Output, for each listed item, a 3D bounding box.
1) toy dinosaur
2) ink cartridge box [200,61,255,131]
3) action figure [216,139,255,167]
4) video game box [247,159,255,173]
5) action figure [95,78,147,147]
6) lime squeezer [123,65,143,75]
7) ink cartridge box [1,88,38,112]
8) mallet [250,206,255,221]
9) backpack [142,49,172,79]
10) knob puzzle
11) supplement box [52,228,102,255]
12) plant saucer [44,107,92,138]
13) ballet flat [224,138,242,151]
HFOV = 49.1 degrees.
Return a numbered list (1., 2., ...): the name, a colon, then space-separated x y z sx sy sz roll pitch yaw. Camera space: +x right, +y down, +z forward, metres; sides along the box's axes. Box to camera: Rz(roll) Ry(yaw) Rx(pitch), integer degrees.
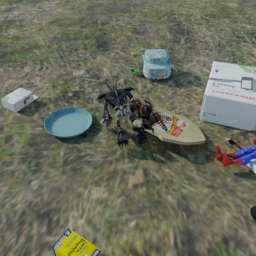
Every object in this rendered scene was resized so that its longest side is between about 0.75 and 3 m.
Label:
1. toy dinosaur: 0.554 -0.288 7.374 1.245 0.636 0.845 24 61 3
2. ink cartridge box: 4.300 -1.420 11.463 2.152 1.243 2.959 13 41 15
3. action figure: 4.446 0.767 9.185 2.918 0.754 0.954 -2 13 -6
4. video game box: 4.522 1.288 8.846 1.058 0.248 0.963 -6 24 -7
5. action figure: -0.276 -0.516 10.357 1.588 1.363 2.671 -12 57 -11
6. lime squeezer: 0.372 -2.860 13.830 1.271 0.240 0.449 11 50 -9
7. ink cartridge box: -4.581 -1.273 11.920 0.775 0.446 1.324 20 44 22
8. mallet: 4.264 1.913 7.904 2.089 0.688 0.430 -27 81 -32
9. backpack: 1.398 -3.076 13.599 1.430 1.213 1.611 -2 45 -2
10. knob puzzle: 1.653 0.068 10.234 2.604 0.361 2.604 12 28 -7
11. supplement box: -1.190 2.996 6.656 1.057 0.579 0.575 23 45 24
12. plant saucer: -2.278 -0.185 10.771 1.810 0.248 1.810 0 39 0
13. ballet flat: 3.746 0.610 9.823 0.324 0.223 0.962 -17 42 -19
